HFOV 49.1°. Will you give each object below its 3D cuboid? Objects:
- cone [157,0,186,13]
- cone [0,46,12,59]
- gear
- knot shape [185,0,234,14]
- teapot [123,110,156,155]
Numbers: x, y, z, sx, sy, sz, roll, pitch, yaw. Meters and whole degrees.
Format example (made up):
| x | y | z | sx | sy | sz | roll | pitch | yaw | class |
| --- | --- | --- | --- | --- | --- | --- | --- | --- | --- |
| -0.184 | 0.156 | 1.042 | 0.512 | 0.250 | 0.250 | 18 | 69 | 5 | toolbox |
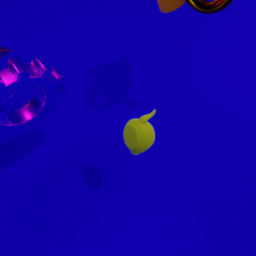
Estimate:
| x | y | z | sx | sy | sz | roll | pitch | yaw | class |
| --- | --- | --- | --- | --- | --- | --- | --- | --- | --- |
| 0.736 | -3.337 | 5.948 | 1.198 | 1.194 | 1.194 | 29 | 71 | -34 | cone |
| -3.326 | -1.580 | 6.021 | 1.588 | 1.582 | 1.582 | -14 | 73 | -24 | cone |
| -2.231 | -0.535 | 5.694 | 2.028 | 2.028 | 0.375 | -36 | 72 | -10 | gear |
| 1.340 | -3.054 | 5.172 | 1.648 | 0.761 | 1.542 | 18 | 110 | -4 | knot shape |
| 0.268 | 0.113 | 5.576 | 0.541 | 1.105 | 0.687 | -10 | 41 | -34 | teapot |
